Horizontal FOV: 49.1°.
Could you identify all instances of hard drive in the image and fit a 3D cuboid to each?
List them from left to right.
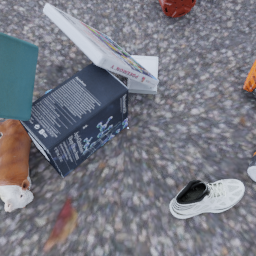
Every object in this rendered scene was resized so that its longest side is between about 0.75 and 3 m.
[{"bbox_3d":[0.499,-1.788,9.289,0.963,0.195,1.460,4,61,2],"label":"hard drive"}]

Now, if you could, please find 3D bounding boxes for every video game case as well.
[{"bbox_3d":[-0.742,-2.374,8.294,2.968,2.705,0.341,47,112,30],"label":"video game case"}]

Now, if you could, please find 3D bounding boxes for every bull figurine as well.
[{"bbox_3d":[-3.260,0.838,7.300,1.705,0.914,2.808,10,53,-22],"label":"bull figurine"}]

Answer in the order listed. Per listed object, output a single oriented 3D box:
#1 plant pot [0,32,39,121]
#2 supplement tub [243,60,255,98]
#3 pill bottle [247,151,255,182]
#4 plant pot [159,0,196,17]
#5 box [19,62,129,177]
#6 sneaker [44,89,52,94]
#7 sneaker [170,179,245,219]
[{"bbox_3d":[-3.024,-1.047,5.044,1.637,2.315,1.636,9,93,11],"label":"plant pot"},{"bbox_3d":[4.931,-1.241,8.174,2.645,1.620,1.620,25,64,12],"label":"supplement tub"},{"bbox_3d":[3.998,0.601,7.493,0.986,0.986,1.856,29,65,15],"label":"pill bottle"},{"bbox_3d":[1.731,-5.209,10.487,1.697,1.697,1.651,-8,70,-5],"label":"plant pot"},{"bbox_3d":[-1.305,-0.204,7.445,2.490,1.848,1.333,-40,69,-19],"label":"box"},{"bbox_3d":[-2.386,-0.788,8.626,0.675,0.589,1.502,25,58,34],"label":"sneaker"},{"bbox_3d":[2.058,1.628,6.810,2.030,1.168,0.766,-16,62,-9],"label":"sneaker"}]
